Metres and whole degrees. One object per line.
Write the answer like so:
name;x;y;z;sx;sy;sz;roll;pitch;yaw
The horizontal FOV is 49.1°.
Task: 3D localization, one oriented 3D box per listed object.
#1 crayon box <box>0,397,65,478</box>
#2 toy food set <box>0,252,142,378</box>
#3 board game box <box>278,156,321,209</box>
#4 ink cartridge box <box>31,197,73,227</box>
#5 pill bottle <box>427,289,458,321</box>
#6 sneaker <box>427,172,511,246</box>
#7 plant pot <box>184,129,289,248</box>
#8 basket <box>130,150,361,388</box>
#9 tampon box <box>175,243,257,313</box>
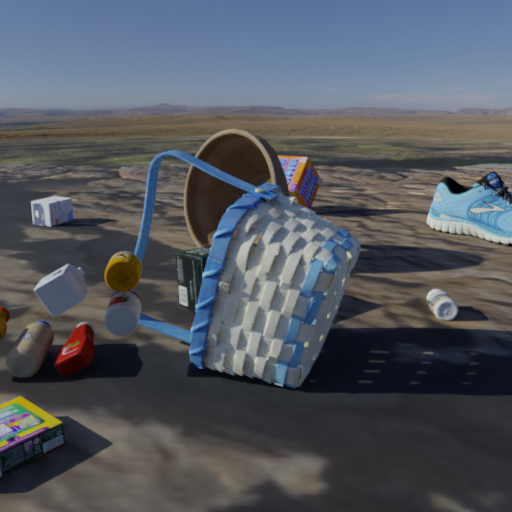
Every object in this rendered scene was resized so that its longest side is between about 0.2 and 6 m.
crayon box;-2.375;1.693;5.145;0.778;0.263;0.902;11;19;38
toy food set;-2.284;0.689;6.824;2.297;1.097;1.034;-30;19;4
board game box;0.999;-2.043;15.973;1.150;1.149;1.149;10;-22;32
ink cartridge box;-5.358;-1.154;14.622;0.608;0.624;0.971;8;18;23
pill bottle;2.790;0.726;8.444;0.347;0.347;0.597;1;14;3
sneaker;5.547;-1.150;12.935;3.366;1.514;1.319;14;21;42
plant pot;-0.199;-1.166;11.308;2.609;2.609;1.204;15;11;42
basket;-0.304;0.235;6.767;2.666;2.351;1.855;22;25;10
tampon box;-0.506;0.309;8.479;1.182;0.886;0.746;-11;14;-37
